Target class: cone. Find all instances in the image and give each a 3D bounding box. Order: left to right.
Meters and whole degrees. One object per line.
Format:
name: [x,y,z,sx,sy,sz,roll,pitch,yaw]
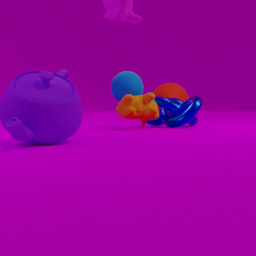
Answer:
cone: [1.632,-1.046,10.814,1.578,1.578,1.584,0,2,7]

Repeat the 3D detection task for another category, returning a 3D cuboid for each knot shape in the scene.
knot shape: [1.277,-0.510,8.650,1.857,0.917,1.984,0,4,7]

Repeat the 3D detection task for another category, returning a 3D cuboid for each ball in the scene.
ball: [-0.028,-1.176,8.178,0.944,0.944,0.944,0,4,0]

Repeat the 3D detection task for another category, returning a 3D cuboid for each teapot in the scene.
teapot: [-1.311,-0.361,4.250,1.261,0.993,2.028,18,36,-1]

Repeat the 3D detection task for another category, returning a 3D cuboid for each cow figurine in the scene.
cow figurine: [0.279,-0.494,7.658,1.391,0.764,1.369,-4,-10,-23]

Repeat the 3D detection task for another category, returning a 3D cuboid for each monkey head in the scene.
monkey head: [-0.080,-2.382,5.353,0.806,0.676,1.121,5,14,-26]
